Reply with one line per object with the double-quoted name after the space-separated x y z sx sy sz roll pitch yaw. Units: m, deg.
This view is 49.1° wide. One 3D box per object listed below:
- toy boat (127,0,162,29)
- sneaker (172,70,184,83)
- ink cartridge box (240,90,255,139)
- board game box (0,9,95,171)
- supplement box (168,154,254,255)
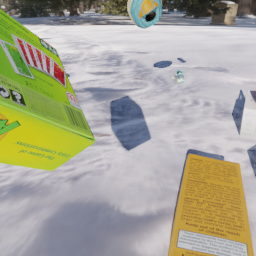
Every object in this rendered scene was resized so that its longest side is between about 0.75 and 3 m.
0.862 -3.787 8.375 0.844 1.815 1.526 61 13 24 "toy boat"
2.150 -2.238 11.765 0.431 0.480 1.111 -2 24 -4 "sneaker"
3.175 -0.714 7.101 0.369 1.455 1.651 10 25 21 "ink cartridge box"
-1.292 -0.511 1.820 2.460 0.586 1.250 29 30 -60 "board game box"
0.961 1.290 3.315 0.879 0.850 2.556 6 25 13 "supplement box"
